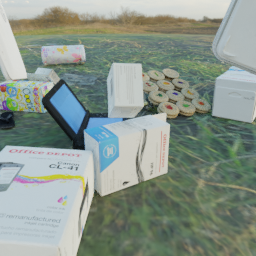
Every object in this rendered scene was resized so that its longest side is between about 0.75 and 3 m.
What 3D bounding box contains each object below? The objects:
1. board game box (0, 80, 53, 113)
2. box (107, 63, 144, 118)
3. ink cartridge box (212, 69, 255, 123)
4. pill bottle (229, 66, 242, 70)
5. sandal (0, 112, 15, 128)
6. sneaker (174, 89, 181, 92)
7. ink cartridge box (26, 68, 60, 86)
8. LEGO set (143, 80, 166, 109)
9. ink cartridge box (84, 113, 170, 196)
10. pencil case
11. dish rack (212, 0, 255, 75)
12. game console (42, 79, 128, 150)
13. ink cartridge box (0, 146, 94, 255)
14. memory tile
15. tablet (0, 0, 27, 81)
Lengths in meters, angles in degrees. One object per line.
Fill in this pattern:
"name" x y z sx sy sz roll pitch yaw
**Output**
"board game box" -3.866 -1.226 10.639 1.879 0.968 0.985 4 23 10
"box" -0.076 -0.715 5.563 0.573 0.873 0.877 0 -13 -12
"ink cartridge box" 4.032 -1.231 10.084 1.403 1.396 1.912 14 26 30
"pill bottle" 4.678 -2.082 11.765 0.928 1.676 0.928 -1 22 0
"sandal" -4.091 -0.325 9.343 0.548 0.308 1.441 -9 24 -21
"sneaker" 2.040 -1.524 11.852 0.530 0.578 1.380 -2 23 -5
"ink cartridge box" -3.274 -1.806 11.432 1.408 1.623 0.353 12 65 26
"LEGO set" 1.090 -1.446 11.219 1.608 0.702 2.476 -6 20 15
"ink cartridge box" 0.193 0.490 6.178 2.167 1.257 0.735 -14 27 -30
"pencil case" -4.380 -4.972 19.133 2.997 1.246 1.360 -4 -20 -9
"dish rack" 2.861 -2.048 5.502 1.955 2.278 0.496 28 39 15
"game console" -1.076 -0.504 8.280 2.217 1.467 2.521 0 23 0
"ink cartridge box" -1.611 1.283 4.501 1.802 1.046 2.442 4 24 1
"memory tile" 1.615 -1.445 10.810 2.278 0.250 2.972 -8 43 -27
"tablet" -1.969 -1.724 4.126 0.141 2.069 1.346 -17 14 -7
